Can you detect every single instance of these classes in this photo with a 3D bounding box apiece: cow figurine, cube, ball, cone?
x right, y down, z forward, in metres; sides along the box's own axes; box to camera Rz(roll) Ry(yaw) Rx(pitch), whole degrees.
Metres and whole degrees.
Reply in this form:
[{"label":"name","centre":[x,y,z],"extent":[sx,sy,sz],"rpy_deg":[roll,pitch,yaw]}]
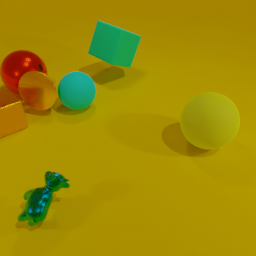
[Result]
[{"label":"cow figurine","centre":[-1.465,1.220,4.935],"extent":[0.897,0.500,0.912],"rpy_deg":[-27,39,28]},{"label":"cube","centre":[-3.169,-0.374,7.153],"extent":[0.809,0.809,0.809],"rpy_deg":[-26,44,-29]},{"label":"ball","centre":[-3.091,-1.642,8.353],"extent":[1.332,1.332,1.332],"rpy_deg":[0,38,0]},{"label":"cube","centre":[-0.426,-2.647,8.923],"extent":[1.065,1.065,1.065],"rpy_deg":[31,21,28]},{"label":"cone","centre":[-2.285,-1.186,7.872],"extent":[1.081,1.081,1.085],"rpy_deg":[8,25,10]},{"label":"ball","centre":[1.875,-0.162,6.467],"extent":[1.320,1.320,1.320],"rpy_deg":[0,38,0]},{"label":"ball","centre":[-1.416,-1.033,7.781],"extent":[1.052,1.052,1.052],"rpy_deg":[0,38,0]}]
